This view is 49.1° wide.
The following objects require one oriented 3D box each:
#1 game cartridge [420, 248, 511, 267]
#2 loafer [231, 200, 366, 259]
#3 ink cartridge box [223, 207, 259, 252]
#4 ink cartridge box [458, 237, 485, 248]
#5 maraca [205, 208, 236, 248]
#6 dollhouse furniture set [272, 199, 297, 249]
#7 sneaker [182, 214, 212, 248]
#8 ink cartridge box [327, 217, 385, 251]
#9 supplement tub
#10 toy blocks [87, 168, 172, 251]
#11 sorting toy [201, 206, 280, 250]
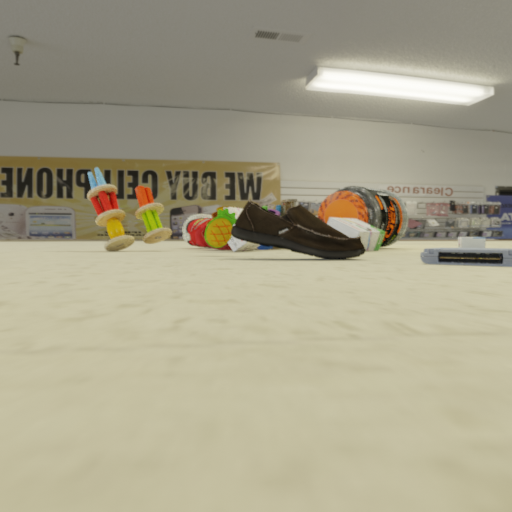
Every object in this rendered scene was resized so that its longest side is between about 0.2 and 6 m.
[{"bbox_3d":[2.671,0.008,6.694,1.177,0.238,0.785,2,6,39],"label":"game cartridge"},{"bbox_3d":[0.622,-0.396,8.081,1.979,0.706,0.722,12,2,9],"label":"loafer"},{"bbox_3d":[-0.376,-0.564,12.094,0.496,0.856,1.469,-37,-10,16],"label":"ink cartridge box"},{"bbox_3d":[5.150,-0.293,13.412,0.536,0.314,0.741,1,4,14],"label":"ink cartridge box"},{"bbox_3d":[-0.590,-0.464,9.427,0.474,0.692,0.370,29,0,-28],"label":"maraca"},{"bbox_3d":[0.501,-0.845,14.945,0.918,1.302,0.913,-1,2,-20],"label":"dollhouse furniture set"},{"bbox_3d":[-0.491,-0.602,15.135,2.940,1.132,1.248,-10,16,-25],"label":"sneaker"},{"bbox_3d":[2.152,-0.471,12.316,0.848,0.492,1.171,30,20,35],"label":"ink cartridge box"},{"bbox_3d":[2.766,-0.977,14.528,1.607,1.607,2.623,1,4,36],"label":"supplement tub"},{"bbox_3d":[-2.888,-1.152,12.503,1.565,1.877,0.682,-14,-17,-29],"label":"toy blocks"},{"bbox_3d":[-0.123,-0.830,13.524,2.445,1.003,1.469,-15,27,-37],"label":"sorting toy"}]
